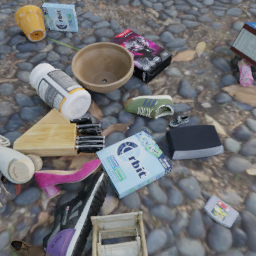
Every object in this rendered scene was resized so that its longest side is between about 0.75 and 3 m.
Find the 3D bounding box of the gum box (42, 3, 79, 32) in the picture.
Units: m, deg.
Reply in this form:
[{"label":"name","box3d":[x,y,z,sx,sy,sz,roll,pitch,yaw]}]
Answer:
[{"label":"gum box","box3d":[-3.456,-5.682,14.458,1.600,1.360,0.357,7,56,5]}]

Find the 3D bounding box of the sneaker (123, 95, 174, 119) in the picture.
[{"label":"sneaker","box3d":[0.918,-0.790,11.488,2.094,0.702,0.940,-8,51,-9]}]

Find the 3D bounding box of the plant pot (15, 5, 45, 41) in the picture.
[{"label":"plant pot","box3d":[-4.842,-5.195,14.219,1.427,1.427,1.306,-21,74,-14]}]

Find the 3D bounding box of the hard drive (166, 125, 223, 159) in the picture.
[{"label":"hard drive","box3d":[2.565,0.484,10.797,1.999,0.423,1.349,-6,56,-4]}]

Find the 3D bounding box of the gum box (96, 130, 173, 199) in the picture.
[{"label":"gum box","box3d":[0.205,1.253,10.239,2.161,0.481,1.836,-25,59,-16]}]

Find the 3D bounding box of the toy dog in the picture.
[{"label":"toy dog","box3d":[-4.433,1.311,9.695,2.931,1.933,1.412,23,94,22]}]

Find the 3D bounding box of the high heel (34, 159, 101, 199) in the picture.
[{"label":"high heel","box3d":[-2.070,1.440,9.700,2.228,0.750,1.069,-31,92,-1]}]

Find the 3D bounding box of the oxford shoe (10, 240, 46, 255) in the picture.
[{"label":"oxford shoe","box3d":[-3.077,3.731,8.542,1.174,0.496,0.427,12,55,6]}]

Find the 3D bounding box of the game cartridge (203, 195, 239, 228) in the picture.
[{"label":"game cartridge","box3d":[3.084,2.801,9.365,1.023,0.209,0.681,35,66,22]}]

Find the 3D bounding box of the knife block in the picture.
[{"label":"knife block","box3d":[-2.342,0.609,10.363,2.477,0.903,2.821,41,72,17]}]

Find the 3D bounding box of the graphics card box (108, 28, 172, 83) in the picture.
[{"label":"graphics card box","box3d":[0.420,-3.494,13.343,2.897,0.737,1.817,38,63,22]}]

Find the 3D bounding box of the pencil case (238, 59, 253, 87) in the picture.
[{"label":"pencil case","box3d":[5.346,-2.543,12.775,0.607,0.607,1.389,7,55,5]}]

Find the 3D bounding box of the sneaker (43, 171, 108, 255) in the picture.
[{"label":"sneaker","box3d":[-1.690,2.591,8.989,1.312,1.135,2.998,15,57,16]}]

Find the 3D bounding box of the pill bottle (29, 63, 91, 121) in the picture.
[{"label":"pill bottle","box3d":[-2.834,-1.522,11.537,1.461,1.461,2.512,-39,64,-23]}]

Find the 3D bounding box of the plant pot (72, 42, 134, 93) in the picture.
[{"label":"plant pot","box3d":[-1.059,-2.436,12.310,2.658,1.227,2.658,-1,57,1]}]

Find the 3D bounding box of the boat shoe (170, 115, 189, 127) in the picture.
[{"label":"boat shoe","box3d":[2.110,-0.307,11.421,0.859,0.293,0.317,-13,57,-9]}]

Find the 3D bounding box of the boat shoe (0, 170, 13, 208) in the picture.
[{"label":"boat shoe","box3d":[-4.622,1.821,9.785,0.743,0.755,2.026,-24,67,-26]}]

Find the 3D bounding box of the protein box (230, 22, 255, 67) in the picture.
[{"label":"protein box","box3d":[6.199,-3.719,12.733,1.987,1.350,2.001,-19,55,-40]}]

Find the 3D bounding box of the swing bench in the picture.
[{"label":"swing bench","box3d":[-0.267,3.468,8.432,1.581,1.031,1.589,-5,50,-3]}]
